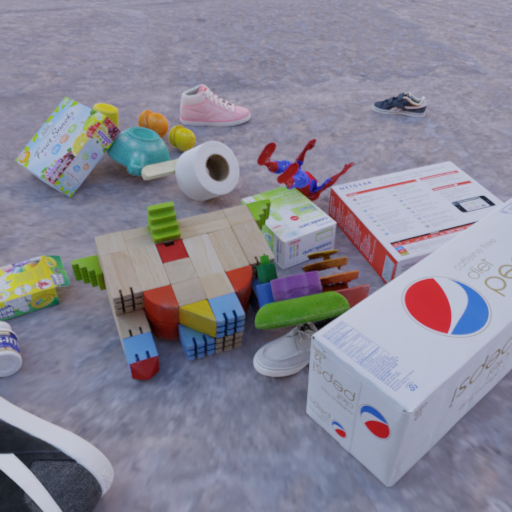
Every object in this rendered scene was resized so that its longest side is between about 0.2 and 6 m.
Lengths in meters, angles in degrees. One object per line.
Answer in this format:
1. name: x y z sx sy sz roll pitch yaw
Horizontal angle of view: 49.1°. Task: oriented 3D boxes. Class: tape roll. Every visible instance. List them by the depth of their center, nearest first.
1. tape roll: -0.972 -1.684 11.190 1.080 1.080 0.741 -33 15 -35

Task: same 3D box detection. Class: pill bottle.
1. pill bottle: -3.677 1.323 8.080 0.463 0.463 0.774 -18 41 -21

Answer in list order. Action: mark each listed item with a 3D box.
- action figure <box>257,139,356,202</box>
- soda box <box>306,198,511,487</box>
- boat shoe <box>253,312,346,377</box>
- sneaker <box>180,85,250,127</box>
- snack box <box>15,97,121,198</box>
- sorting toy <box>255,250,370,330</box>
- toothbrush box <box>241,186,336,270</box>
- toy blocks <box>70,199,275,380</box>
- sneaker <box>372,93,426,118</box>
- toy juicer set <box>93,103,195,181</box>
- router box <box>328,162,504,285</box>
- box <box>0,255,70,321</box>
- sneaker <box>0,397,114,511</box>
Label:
1. action figure: 0.994 -1.689 10.288 1.269 2.565 0.837 -46 75 9
2. soda box: 2.832 0.892 7.711 4.647 1.583 1.479 -28 46 -30
3. boat shoe: 0.761 1.200 8.071 1.731 0.593 0.623 -12 40 -20
4. sneaker: -1.046 -3.824 14.171 1.810 0.946 0.681 -1 37 -3
5. snack box: -4.001 -2.329 11.891 1.523 0.611 1.806 30 79 32
6. sorting toy: 0.678 0.383 7.995 1.502 1.026 2.500 -14 -5 24
7. toothbrush box: 0.563 -0.573 10.300 1.121 0.663 1.539 -20 44 -22
8. toy blocks: -0.919 0.505 8.491 3.301 1.650 2.257 -14 52 -18
9. sneaker: 3.776 -4.027 14.743 1.385 0.550 0.543 9 41 13
10. toy juicer set: -2.219 -2.286 12.429 2.158 0.923 3.392 -6 38 -36
11. router box: 3.127 -0.671 10.389 2.761 0.674 2.478 -13 40 -15
12. box: -3.937 0.544 9.117 1.688 0.408 0.990 -18 41 -18
13. sneaker: -3.409 2.408 6.126 3.241 1.184 1.813 16 40 17
